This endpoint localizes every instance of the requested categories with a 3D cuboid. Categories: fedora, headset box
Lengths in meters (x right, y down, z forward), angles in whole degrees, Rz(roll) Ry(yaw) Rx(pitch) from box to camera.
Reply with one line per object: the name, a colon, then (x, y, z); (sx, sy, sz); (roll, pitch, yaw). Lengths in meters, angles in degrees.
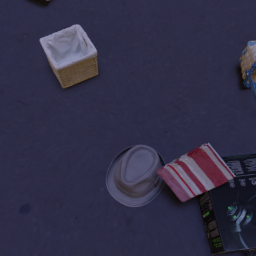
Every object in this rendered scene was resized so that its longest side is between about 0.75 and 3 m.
fedora: (0.249, 1.157, 7.612); (1.606, 0.820, 1.816); (38, 68, 18)
headset box: (2.963, 1.945, 7.030); (2.058, 1.097, 2.364); (-7, 62, -4)

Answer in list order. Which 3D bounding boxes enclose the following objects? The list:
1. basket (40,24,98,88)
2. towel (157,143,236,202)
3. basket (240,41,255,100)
basket: (-1.881, -2.352, 9.275); (1.462, 1.175, 1.448); (-27, 65, -13)
towel: (1.549, 1.087, 6.551); (1.079, 1.498, 0.170); (49, 31, -9)
basket: (4.619, -1.769, 8.785); (1.861, 1.468, 2.111); (-7, 57, -3)
